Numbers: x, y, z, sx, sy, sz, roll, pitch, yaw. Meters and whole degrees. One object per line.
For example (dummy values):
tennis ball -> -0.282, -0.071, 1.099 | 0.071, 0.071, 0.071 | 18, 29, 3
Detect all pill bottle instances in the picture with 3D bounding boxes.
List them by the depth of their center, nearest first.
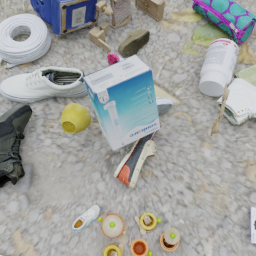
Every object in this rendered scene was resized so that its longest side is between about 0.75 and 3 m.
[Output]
pill bottle -> 3.024, -2.022, 9.428 | 1.015, 1.015, 1.790 | 19, 66, 9

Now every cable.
cable -> -3.862, -3.269, 10.185 | 2.020, 0.699, 2.020 | -15, 66, -7

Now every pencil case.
pencil case -> 3.577, -4.290, 10.473 | 1.142, 1.052, 2.472 | -30, 66, -37

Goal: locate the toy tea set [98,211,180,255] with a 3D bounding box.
toy tea set -> 0.253, 2.777, 7.274 | 2.163, 0.801, 1.286 | -10, 65, -5

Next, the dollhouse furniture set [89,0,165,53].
dollhouse furniture set -> -0.026, -4.137, 10.193 | 1.254, 1.468, 2.832 | 40, 71, 19

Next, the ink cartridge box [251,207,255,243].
ink cartridge box -> 3.796, 2.715, 7.626 | 0.981, 0.213, 0.972 | 11, 65, 3

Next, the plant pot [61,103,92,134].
plant pot -> -1.533, -0.177, 7.862 | 0.862, 0.862, 0.612 | 15, 36, 7

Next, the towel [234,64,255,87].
towel -> 4.535, -1.763, 9.726 | 1.391, 0.254, 1.032 | -24, 68, -11

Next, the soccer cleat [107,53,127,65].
soccer cleat -> -0.118, -2.265, 9.911 | 1.365, 0.477, 0.590 | 35, 42, 21

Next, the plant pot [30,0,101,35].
plant pot -> -2.146, -4.751, 10.016 | 2.188, 2.188, 1.967 | -27, 77, -21

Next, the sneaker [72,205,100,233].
sneaker -> -1.130, 2.474, 7.658 | 0.354, 0.374, 0.925 | 40, 70, 19

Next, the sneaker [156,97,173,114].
sneaker -> 0.293, -0.825, 8.971 | 2.240, 0.818, 0.793 | -7, 68, -3

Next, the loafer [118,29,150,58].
loafer -> 0.145, -3.069, 10.094 | 0.583, 0.657, 1.727 | 24, 46, 26

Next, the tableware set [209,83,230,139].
tableware set -> 2.246, -0.398, 6.826 | 0.154, 1.108, 1.326 | 17, 38, 18

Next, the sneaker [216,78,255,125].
sneaker -> 4.010, -0.430, 8.809 | 2.454, 0.904, 1.418 | 36, 71, 26

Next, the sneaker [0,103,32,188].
sneaker -> -3.384, 0.605, 8.208 | 1.555, 1.037, 2.714 | 28, 71, 11

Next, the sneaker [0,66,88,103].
sneaker -> -2.768, -1.557, 9.180 | 2.977, 1.054, 1.087 | -6, 65, -3

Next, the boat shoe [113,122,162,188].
boat shoe -> 0.443, 0.712, 8.274 | 0.690, 0.785, 2.207 | 31, 71, 11

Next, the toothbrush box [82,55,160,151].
toothbrush box -> -0.089, -0.580, 7.067 | 1.462, 1.996, 0.851 | -26, 45, -9
